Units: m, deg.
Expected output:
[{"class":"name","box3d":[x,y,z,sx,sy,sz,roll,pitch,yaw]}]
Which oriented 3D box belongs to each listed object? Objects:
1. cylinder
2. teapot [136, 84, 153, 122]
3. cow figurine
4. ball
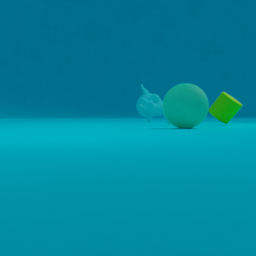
[{"class":"cylinder","box3d":[3.642,-0.753,10.513,0.884,0.884,0.884,29,22,-13]},{"class":"teapot","box3d":[0.826,-1.070,12.376,1.069,1.719,0.842,-16,17,-17]},{"class":"cow figurine","box3d":[1.132,-0.631,10.227,1.267,0.707,1.287,44,-31,-23]},{"class":"ball","box3d":[1.498,-0.570,7.328,1.182,1.182,1.182,0,2,0]}]
